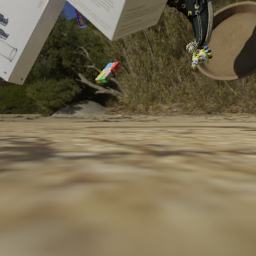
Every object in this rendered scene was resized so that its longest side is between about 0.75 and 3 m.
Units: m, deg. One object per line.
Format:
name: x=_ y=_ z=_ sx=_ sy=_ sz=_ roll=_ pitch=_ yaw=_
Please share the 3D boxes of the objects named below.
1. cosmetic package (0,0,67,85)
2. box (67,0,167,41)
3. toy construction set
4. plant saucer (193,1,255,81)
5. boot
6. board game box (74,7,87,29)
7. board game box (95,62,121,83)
cosmetic package: x=-3.283 y=-3.016 z=7.814 sx=2.191 sy=2.905 sz=0.751 roll=32 pitch=8 yaw=11
box: x=-0.124 y=-2.451 z=4.744 sx=1.319 sy=1.312 sz=1.130 roll=-35 pitch=-16 yaw=-37
toy construction set: x=1.814 y=-1.863 z=7.116 sx=0.573 sy=0.403 sz=0.874 roll=-17 pitch=43 yaw=10
plant saucer: x=3.335 y=-2.658 z=8.739 sx=2.646 sy=2.646 sz=0.390 roll=1 pitch=-14 yaw=35
boot: x=1.306 y=-3.357 z=7.669 sx=1.812 sy=2.399 sz=0.866 roll=-5 pitch=-1 yaw=-7
board game box: x=-1.251 y=-2.921 z=7.365 sx=0.176 sy=0.528 sz=0.786 roll=-16 pitch=27 yaw=-3
board game box: x=-0.760 y=-2.112 z=10.696 sx=0.186 sy=0.920 sz=0.704 roll=47 pitch=-22 yaw=-30
